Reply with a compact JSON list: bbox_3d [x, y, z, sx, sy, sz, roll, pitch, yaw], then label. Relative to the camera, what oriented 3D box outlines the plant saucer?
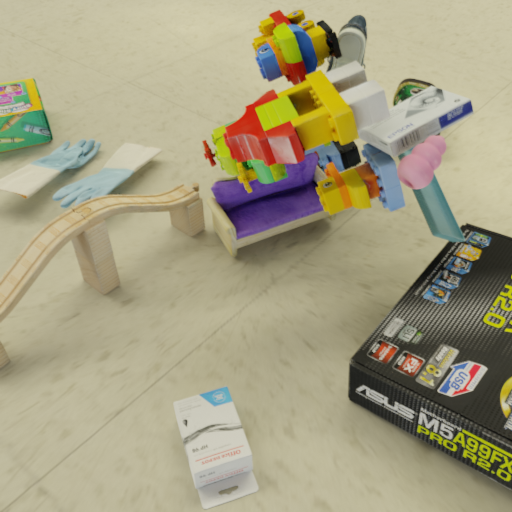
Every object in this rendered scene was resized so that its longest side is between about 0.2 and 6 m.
[{"bbox_3d":[2.510,-1.003,8.290,0.649,0.176,1.858,12,53,-36],"label":"plant saucer"}]

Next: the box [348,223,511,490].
[{"bbox_3d":[3.326,1.143,7.364,2.849,0.787,3.556,24,48,33],"label":"box"}]

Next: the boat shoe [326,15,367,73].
[{"bbox_3d":[1.499,-3.230,9.499,0.671,1.793,0.554,19,63,10],"label":"boat shoe"}]

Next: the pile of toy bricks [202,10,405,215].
[{"bbox_3d":[0.315,-2.035,9.049,2.520,2.832,5.105,-21,36,5],"label":"pile of toy bricks"}]

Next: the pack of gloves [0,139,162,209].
[{"bbox_3d":[-3.363,-1.511,10.804,2.154,0.506,2.564,12,37,19],"label":"pack of gloves"}]

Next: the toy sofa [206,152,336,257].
[{"bbox_3d":[0.310,-0.913,9.480,2.132,1.040,0.883,-20,49,-17],"label":"toy sofa"}]

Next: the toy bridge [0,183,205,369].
[{"bbox_3d":[-2.431,-0.091,8.419,0.589,1.456,4.331,30,51,29],"label":"toy bridge"}]

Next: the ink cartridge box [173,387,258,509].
[{"bbox_3d":[-0.481,2.247,6.669,0.716,0.413,1.237,-14,45,-14],"label":"ink cartridge box"}]

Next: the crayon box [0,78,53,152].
[{"bbox_3d":[-5.868,-2.849,11.826,2.729,0.795,1.621,-16,45,-17],"label":"crayon box"}]

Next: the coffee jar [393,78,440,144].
[{"bbox_3d":[3.426,-3.078,12.051,0.978,0.801,1.876,16,45,2],"label":"coffee jar"}]

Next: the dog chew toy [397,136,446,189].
[{"bbox_3d":[2.029,-1.152,6.760,0.436,0.436,0.700,38,89,33],"label":"dog chew toy"}]

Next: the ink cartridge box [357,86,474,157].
[{"bbox_3d":[2.077,-1.912,7.726,1.266,0.257,1.268,-29,31,-5],"label":"ink cartridge box"}]
